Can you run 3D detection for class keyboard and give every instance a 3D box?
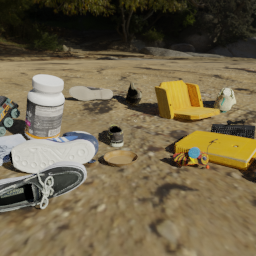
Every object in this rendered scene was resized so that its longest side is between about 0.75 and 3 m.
[{"bbox_3d":[3.322,0.056,8.878,1.343,0.699,0.266,2,0,10],"label":"keyboard"}]

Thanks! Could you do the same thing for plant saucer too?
[{"bbox_3d":[-0.180,0.822,7.364,0.909,0.161,0.909,0,17,0],"label":"plant saucer"}]

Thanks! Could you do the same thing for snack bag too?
[{"bbox_3d":[-3.739,0.660,7.799,2.087,0.223,1.967,-13,22,-34],"label":"snack bag"}]

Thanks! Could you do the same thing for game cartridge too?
[{"bbox_3d":[2.568,0.562,8.029,2.037,0.330,1.796,9,19,35],"label":"game cartridge"}]

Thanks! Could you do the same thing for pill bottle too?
[{"bbox_3d":[-2.570,-0.599,8.686,1.112,1.912,1.112,12,26,-6],"label":"pill bottle"}]

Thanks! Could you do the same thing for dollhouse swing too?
[{"bbox_3d":[2.550,-1.239,11.673,2.025,1.840,1.780,-11,0,-34],"label":"dollhouse swing"}]

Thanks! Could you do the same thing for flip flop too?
[{"bbox_3d":[0.412,-1.710,14.448,0.702,0.989,2.438,13,15,-16],"label":"flip flop"}]

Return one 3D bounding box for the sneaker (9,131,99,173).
[{"bbox_3d":[-1.807,0.567,7.325,2.082,0.839,1.524,-6,8,-2],"label":"sneaker"}]

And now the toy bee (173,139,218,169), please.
[{"bbox_3d":[1.736,0.762,6.962,1.136,0.618,0.744,-25,-11,38],"label":"toy bee"}]

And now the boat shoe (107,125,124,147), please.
[{"bbox_3d":[-0.389,0.145,9.051,0.542,0.458,1.520,-2,17,-8],"label":"boat shoe"}]

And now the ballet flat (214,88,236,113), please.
[{"bbox_3d":[4.736,-1.471,13.490,0.990,0.990,2.849,6,18,19],"label":"ballet flat"}]

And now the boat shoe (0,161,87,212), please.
[{"bbox_3d":[-1.695,1.142,5.372,1.917,0.708,0.655,-7,15,-21],"label":"boat shoe"}]

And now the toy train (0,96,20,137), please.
[{"bbox_3d":[-4.085,-0.354,8.918,0.603,0.806,1.414,12,61,34],"label":"toy train"}]

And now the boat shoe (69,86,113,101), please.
[{"bbox_3d":[-1.972,-1.834,15.136,2.329,0.779,0.664,3,4,-7],"label":"boat shoe"}]
